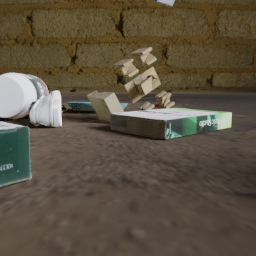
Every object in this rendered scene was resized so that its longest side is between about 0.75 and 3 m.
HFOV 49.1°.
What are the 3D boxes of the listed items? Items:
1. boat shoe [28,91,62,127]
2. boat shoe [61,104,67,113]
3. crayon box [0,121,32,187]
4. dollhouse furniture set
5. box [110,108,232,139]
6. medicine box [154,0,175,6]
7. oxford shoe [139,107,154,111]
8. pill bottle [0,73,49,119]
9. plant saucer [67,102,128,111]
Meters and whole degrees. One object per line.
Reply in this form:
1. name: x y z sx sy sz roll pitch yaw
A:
1. boat shoe: -2.527 -0.546 8.523 0.953 1.002 2.783 -1 18 -14
2. boat shoe: -2.899 -0.871 12.191 0.423 0.338 1.119 -1 9 -6
3. crayon box: -2.723 0.254 3.578 2.771 0.704 1.759 9 12 42
4. dollhouse furniture set: 0.008 -1.175 9.145 2.208 2.028 1.437 -36 24 -19
5. box: 1.163 -0.190 7.362 2.685 0.488 1.938 -9 12 -40
6. medicine box: 1.010 -4.222 7.883 0.590 1.146 1.044 0 41 -35
7. oxford shoe: 0.686 -0.709 11.113 0.336 0.343 0.941 8 12 42
8. pill bottle: -3.910 -1.159 10.015 1.571 1.571 2.759 0 9 -3
9. plant saucer: -1.326 -0.949 12.303 2.615 0.358 2.615 1 6 0
